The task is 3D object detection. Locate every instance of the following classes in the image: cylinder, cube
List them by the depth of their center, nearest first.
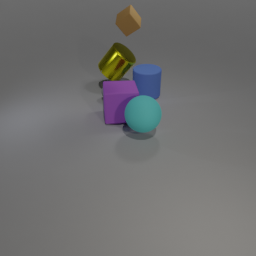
[{"bbox_3d":[0.022,-4.111,10.750,0.700,0.700,0.700,-23,43,30],"label":"cube"},{"bbox_3d":[-0.330,-1.130,12.029,1.400,1.400,1.400,-3,30,-6],"label":"cube"},{"bbox_3d":[0.931,-2.291,13.934,1.400,1.400,1.400,0,33,0],"label":"cylinder"},{"bbox_3d":[-0.554,-3.288,14.041,1.400,1.400,1.400,30,36,-25],"label":"cylinder"}]

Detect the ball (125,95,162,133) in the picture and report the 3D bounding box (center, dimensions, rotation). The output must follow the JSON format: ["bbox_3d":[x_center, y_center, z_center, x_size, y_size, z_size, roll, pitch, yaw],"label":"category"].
[{"bbox_3d":[0.570,-0.526,10.595,1.400,1.400,1.400,0,33,0],"label":"ball"}]

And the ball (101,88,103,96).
[{"bbox_3d":[-0.932,-1.744,13.523,0.700,0.700,0.700,0,33,0],"label":"ball"}]
